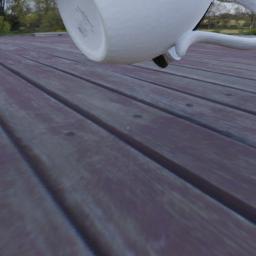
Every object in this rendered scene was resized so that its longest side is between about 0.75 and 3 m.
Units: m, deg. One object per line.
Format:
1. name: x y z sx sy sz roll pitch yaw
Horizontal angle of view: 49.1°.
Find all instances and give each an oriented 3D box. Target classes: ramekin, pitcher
1. ramekin: 0.863 -2.123 7.070 0.567 1.080 1.080 -16 10 35
2. pitcher: 0.620 -1.586 3.530 2.519 2.161 1.527 -33 -9 -23

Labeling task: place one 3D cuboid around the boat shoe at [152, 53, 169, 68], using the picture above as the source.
1. boat shoe: 0.656 -1.719 6.308 0.298 0.808 0.306 -29 -9 -45

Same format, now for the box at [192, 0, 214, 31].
1. box: 2.003 -3.673 7.569 0.523 2.103 1.659 22 -18 -1
